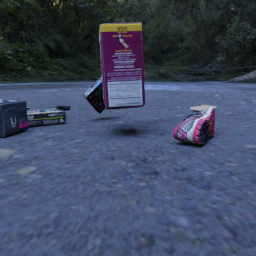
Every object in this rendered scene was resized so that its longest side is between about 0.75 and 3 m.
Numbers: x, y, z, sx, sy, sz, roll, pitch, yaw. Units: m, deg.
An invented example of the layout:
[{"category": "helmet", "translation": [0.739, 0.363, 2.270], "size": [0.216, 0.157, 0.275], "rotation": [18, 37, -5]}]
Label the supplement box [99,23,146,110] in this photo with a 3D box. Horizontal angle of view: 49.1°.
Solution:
[{"category": "supplement box", "translation": [-0.222, -1.952, 9.120], "size": [1.304, 2.526, 1.654], "rotation": [-4, 10, -7]}]

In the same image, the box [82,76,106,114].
[{"category": "box", "translation": [-1.082, -1.433, 11.777], "size": [0.330, 1.327, 1.317], "rotation": [40, -7, 35]}]

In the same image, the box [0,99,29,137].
[{"category": "box", "translation": [-4.625, -0.391, 9.492], "size": [2.055, 1.090, 1.256], "rotation": [4, 12, 19]}]

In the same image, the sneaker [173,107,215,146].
[{"category": "sneaker", "translation": [2.157, -0.129, 8.676], "size": [0.870, 0.939, 2.330], "rotation": [4, 13, 29]}]

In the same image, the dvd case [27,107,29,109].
[{"category": "dvd case", "translation": [-5.893, -1.062, 15.169], "size": [0.849, 0.105, 0.638], "rotation": [3, 13, 17]}]

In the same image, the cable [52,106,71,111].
[{"category": "cable", "translation": [-3.624, -1.088, 14.884], "size": [1.079, 0.274, 0.881], "rotation": [-8, 14, -33]}]

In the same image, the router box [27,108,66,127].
[{"category": "router box", "translation": [-3.426, -0.434, 11.124], "size": [1.655, 0.514, 1.240], "rotation": [-7, 14, -29]}]

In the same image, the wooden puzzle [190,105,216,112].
[{"category": "wooden puzzle", "translation": [3.891, -0.979, 14.512], "size": [1.045, 0.242, 0.968], "rotation": [-15, 18, -36]}]
